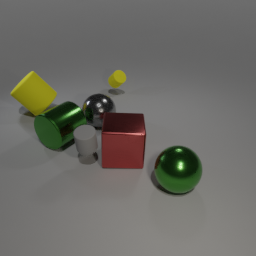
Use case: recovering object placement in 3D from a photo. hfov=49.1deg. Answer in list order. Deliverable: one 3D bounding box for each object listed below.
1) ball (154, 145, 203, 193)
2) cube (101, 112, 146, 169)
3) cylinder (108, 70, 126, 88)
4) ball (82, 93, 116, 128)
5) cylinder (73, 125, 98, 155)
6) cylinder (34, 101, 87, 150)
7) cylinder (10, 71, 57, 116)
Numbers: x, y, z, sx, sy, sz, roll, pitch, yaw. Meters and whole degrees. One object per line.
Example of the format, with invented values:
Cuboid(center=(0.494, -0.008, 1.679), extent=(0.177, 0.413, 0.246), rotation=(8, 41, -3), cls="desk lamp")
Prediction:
Cuboid(center=(1.476, 1.211, 8.260), extent=(1.400, 1.400, 1.400), rotation=(0, 31, 0), cls="ball")
Cuboid(center=(-0.157, 0.405, 9.546), extent=(1.400, 1.400, 1.400), rotation=(2, 31, -2), cls="cube")
Cuboid(center=(-0.549, -2.453, 14.084), extent=(0.700, 0.700, 0.700), rotation=(-22, -3, -32), cls="cylinder")
Cuboid(center=(-1.189, -0.719, 11.516), extent=(1.400, 1.400, 1.400), rotation=(0, 31, 0), cls="ball")
Cuboid(center=(-1.347, 0.377, 8.957), extent=(0.700, 0.700, 0.700), rotation=(-1, 42, 1), cls="cylinder")
Cuboid(center=(-2.503, -0.116, 10.452), extent=(1.400, 1.400, 1.400), rotation=(19, 36, 29), cls="cylinder")
Cuboid(center=(-4.081, -1.496, 12.192), extent=(1.400, 1.400, 1.400), rotation=(-35, 28, 21), cls="cylinder")
